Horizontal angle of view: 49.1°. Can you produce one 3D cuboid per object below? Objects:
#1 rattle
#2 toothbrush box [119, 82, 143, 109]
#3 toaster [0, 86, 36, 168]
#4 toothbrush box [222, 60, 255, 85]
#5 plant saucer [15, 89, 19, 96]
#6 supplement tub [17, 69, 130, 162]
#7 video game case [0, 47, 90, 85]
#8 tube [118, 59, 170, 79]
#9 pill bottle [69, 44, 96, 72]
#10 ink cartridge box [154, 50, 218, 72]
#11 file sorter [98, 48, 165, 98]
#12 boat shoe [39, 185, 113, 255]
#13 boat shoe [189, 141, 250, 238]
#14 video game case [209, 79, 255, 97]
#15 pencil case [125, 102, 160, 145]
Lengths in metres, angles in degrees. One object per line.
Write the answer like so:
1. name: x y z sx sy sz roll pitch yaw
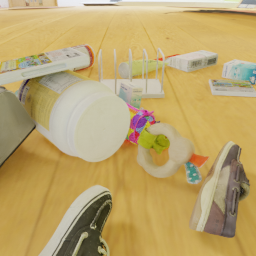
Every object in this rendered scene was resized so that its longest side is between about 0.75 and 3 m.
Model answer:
1. rattle: 1.228 0.617 6.284 1.948 1.268 1.392 6 -17 44
2. toothbrush box: 0.046 -0.904 8.890 0.421 0.987 0.723 -7 26 -32
3. toaster: -3.813 0.109 5.967 2.402 1.576 2.656 16 52 22
4. toothbrush box: 5.115 -2.488 12.316 1.122 0.654 1.533 -25 36 -39
5. plant saucer: -3.607 -1.278 10.527 1.207 0.232 1.207 1 29 0
6. supplement tub: -1.418 -0.431 7.168 1.926 1.926 2.649 -24 37 -36
7. video game case: -2.177 -1.600 6.952 2.026 0.255 2.227 -17 25 -16
8. tube: 0.729 -2.914 13.119 2.874 0.746 0.834 -24 75 -45
9. pill bottle: -2.615 -3.211 13.136 1.137 1.137 2.075 22 36 35
10. ink cartridge box: 2.858 -3.679 14.545 2.239 0.786 2.755 -20 39 -32
11. file sorter: 0.078 -2.170 10.804 2.491 1.551 1.728 -1 28 -2
12. boat shoe: -0.724 1.898 4.081 0.808 0.897 2.539 12 38 21
13. boat shoe: 1.928 1.135 5.464 0.828 0.919 2.555 24 34 19
14. video game case: 4.138 -1.614 11.205 1.626 0.186 1.480 3 29 8
15. pencil case: -0.241 -0.368 8.069 1.042 1.042 2.357 -25 36 -38
